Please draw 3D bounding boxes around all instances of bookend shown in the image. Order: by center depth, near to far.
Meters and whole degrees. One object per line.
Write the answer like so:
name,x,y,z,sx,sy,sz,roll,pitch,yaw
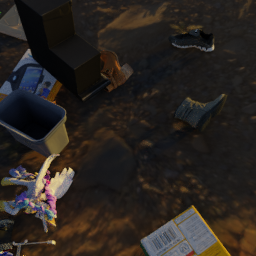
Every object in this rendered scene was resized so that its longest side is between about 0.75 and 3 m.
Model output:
bookend,-1.903,-2.702,8.502,2.755,2.772,1.277,40,64,21

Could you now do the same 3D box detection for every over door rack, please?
over door rack,-2.347,3.147,6.809,1.049,0.349,0.775,-2,59,-1

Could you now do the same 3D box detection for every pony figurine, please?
pony figurine,-2.368,1.596,7.310,1.860,1.549,1.795,9,65,23

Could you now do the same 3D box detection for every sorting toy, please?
sorting toy,-4.544,-4.610,11.679,2.732,0.402,2.020,20,65,8

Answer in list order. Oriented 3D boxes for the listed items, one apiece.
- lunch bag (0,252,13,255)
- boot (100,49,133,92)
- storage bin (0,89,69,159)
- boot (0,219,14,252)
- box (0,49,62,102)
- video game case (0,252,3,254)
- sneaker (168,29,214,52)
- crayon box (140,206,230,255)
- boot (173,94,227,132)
lunch bag,-3.081,3.731,5.816,2.565,0.969,2.055,-7,62,9
boot,-0.772,-2.059,9.974,1.624,0.598,1.256,38,69,24
storage bin,-2.640,-0.074,8.159,2.019,1.356,1.469,25,59,21
boot,-3.390,2.762,7.042,1.010,0.364,0.763,-11,61,-6
box,-3.157,-1.727,9.755,1.643,0.573,2.761,14,60,7
video game case,-2.661,3.711,6.353,1.480,0.132,1.059,29,84,17
sneaker,2.461,-3.468,10.711,1.806,0.817,0.600,12,58,8
crayon box,1.620,3.355,6.487,1.597,0.655,2.541,-28,61,-16
boot,2.361,-0.745,9.160,1.156,0.599,1.770,35,62,26
